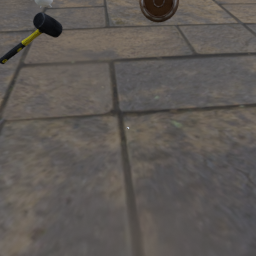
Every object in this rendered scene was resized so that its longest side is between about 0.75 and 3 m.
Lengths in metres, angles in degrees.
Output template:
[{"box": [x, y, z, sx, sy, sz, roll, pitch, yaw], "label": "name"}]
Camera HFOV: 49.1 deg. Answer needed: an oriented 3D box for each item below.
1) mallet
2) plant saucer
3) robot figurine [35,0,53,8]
[{"box": [-2.459, -2.117, 6.999, 0.653, 1.984, 0.408, 4, 63, -54], "label": "mallet"}, {"box": [0.883, -3.618, 7.992, 1.147, 1.147, 0.184, 6, 25, 7], "label": "plant saucer"}, {"box": [-2.446, -3.884, 7.980, 0.783, 0.923, 0.521, -13, 2, 2], "label": "robot figurine"}]
